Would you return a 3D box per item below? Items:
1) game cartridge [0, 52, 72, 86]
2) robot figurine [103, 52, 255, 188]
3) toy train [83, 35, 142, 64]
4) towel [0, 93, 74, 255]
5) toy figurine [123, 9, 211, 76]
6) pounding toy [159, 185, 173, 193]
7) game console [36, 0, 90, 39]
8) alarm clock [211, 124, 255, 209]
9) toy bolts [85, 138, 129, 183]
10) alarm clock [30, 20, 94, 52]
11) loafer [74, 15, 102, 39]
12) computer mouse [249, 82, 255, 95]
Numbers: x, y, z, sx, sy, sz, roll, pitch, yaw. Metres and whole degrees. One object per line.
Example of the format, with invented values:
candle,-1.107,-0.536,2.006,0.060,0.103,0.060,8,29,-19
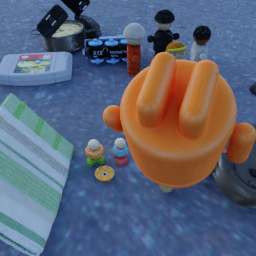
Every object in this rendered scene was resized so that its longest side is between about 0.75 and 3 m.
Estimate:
game cartridge,-3.425,-2.201,10.367,2.656,0.543,1.768,-5,44,-5
robot figurine,0.587,0.023,3.561,1.584,2.203,1.285,-21,63,-1
toy train,-0.625,-3.171,11.180,2.308,1.001,1.319,-4,31,-1
towel,-2.229,0.830,5.813,0.450,2.187,2.932,-28,31,24
toy figurine,1.427,-2.869,10.033,2.697,1.906,2.739,32,49,33
pounding toy,1.418,0.079,6.765,1.602,1.597,2.792,20,44,22
game console,-1.989,-3.426,8.108,1.755,1.035,0.212,-48,20,3
alarm clock,2.987,0.910,5.926,2.580,0.859,1.740,28,74,9
toy bolts,-0.449,0.673,6.736,1.039,0.720,0.992,-14,42,-16
alarm clock,-3.005,-3.962,12.084,2.766,0.921,1.866,16,45,16
loafer,-1.698,-4.750,13.094,0.894,0.900,2.473,-14,46,-26
computer mouse,4.952,-1.336,9.357,1.625,0.428,1.125,8,42,9
